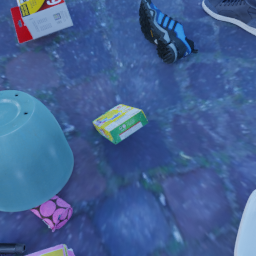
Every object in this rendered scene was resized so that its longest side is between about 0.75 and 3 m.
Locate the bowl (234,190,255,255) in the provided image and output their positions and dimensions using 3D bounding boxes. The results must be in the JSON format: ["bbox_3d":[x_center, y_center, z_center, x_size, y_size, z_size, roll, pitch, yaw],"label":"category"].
[{"bbox_3d":[3.032,2.284,5.501,1.785,0.666,1.782,22,62,14],"label":"bowl"}]

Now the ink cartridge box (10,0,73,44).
[{"bbox_3d":[-2.807,-3.690,8.491,1.715,0.819,1.954,-23,58,-5],"label":"ink cartridge box"}]

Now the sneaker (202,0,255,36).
[{"bbox_3d":[3.543,-4.086,8.683,2.378,1.718,0.904,32,66,19],"label":"sneaker"}]

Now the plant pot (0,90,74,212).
[{"bbox_3d":[-2.370,0.301,5.778,2.183,1.752,2.183,-2,45,2],"label":"plant pot"}]

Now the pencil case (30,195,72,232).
[{"bbox_3d":[-1.853,1.599,5.970,1.314,0.596,0.615,29,65,18],"label":"pencil case"}]

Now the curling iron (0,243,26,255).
[{"bbox_3d":[-3.386,2.507,5.507,2.677,0.342,0.664,-2,23,-6],"label":"curling iron"}]

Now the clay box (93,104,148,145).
[{"bbox_3d":[-0.255,-0.147,6.680,0.901,1.568,0.373,-33,109,-12],"label":"clay box"}]

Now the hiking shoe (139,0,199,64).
[{"bbox_3d":[1.124,-3.016,8.614,1.036,0.889,2.389,-19,71,-18],"label":"hiking shoe"}]

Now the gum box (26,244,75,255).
[{"bbox_3d":[-2.012,3.134,4.902,2.456,0.812,1.394,-15,61,-9],"label":"gum box"}]
